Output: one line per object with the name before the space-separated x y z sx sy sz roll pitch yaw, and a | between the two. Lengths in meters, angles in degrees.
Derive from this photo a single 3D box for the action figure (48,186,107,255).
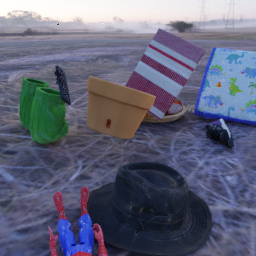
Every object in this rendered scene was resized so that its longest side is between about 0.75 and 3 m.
action figure | -0.699 1.647 3.868 0.739 0.584 2.258 -4 28 -16

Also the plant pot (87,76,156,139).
plant pot | -0.292 -0.455 6.776 1.666 1.166 1.666 17 7 -2

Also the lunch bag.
lunch bag | 3.796 -1.287 9.719 2.395 1.795 2.817 11 52 23

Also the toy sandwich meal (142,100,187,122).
toy sandwich meal | 0.871 -0.922 9.974 2.540 0.870 2.540 0 21 0

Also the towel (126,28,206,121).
towel | 0.979 -1.595 8.266 1.667 2.314 0.263 38 13 28

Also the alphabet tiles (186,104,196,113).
alphabet tiles | 2.660 -0.727 10.638 0.897 0.034 1.078 9 23 22

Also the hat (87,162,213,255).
hat | 0.330 1.112 4.795 2.249 0.907 2.249 0 22 0

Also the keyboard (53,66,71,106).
keyboard | -1.359 -0.951 5.979 0.179 0.903 0.470 -24 -26 15

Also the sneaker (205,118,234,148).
sneaker | 2.512 0.224 7.794 0.612 0.530 1.399 -16 18 11

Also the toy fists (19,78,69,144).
toy fists | -2.481 -0.488 8.141 0.998 1.480 2.903 5 15 -36
